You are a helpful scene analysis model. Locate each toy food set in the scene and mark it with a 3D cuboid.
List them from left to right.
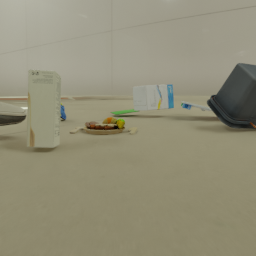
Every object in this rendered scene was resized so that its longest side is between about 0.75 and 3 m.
[{"bbox_3d":[-0.661,-0.083,7.821,1.805,0.362,1.246,1,8,4],"label":"toy food set"}]

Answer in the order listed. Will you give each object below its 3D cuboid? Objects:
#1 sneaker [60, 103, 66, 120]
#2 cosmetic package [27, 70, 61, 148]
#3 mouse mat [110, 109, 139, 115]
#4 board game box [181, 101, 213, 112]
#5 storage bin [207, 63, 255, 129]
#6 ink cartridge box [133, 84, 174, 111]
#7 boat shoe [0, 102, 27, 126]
[{"bbox_3d":[-2.465,-0.636,10.292,0.432,0.514,1.311,19,-9,2],"label":"sneaker"},{"bbox_3d":[-1.654,-0.361,5.573,0.520,1.463,0.769,2,0,-5],"label":"cosmetic package"},{"bbox_3d":[-0.143,-0.709,12.291,1.123,0.042,0.903,-8,12,-18],"label":"mouse mat"},{"bbox_3d":[3.042,-0.723,11.099,1.916,0.248,1.916,15,8,8],"label":"board game box"},{"bbox_3d":[3.669,-0.891,7.956,2.178,1.463,1.585,0,41,-22],"label":"storage bin"},{"bbox_3d":[1.065,-1.287,11.892,1.407,1.027,1.032,-8,7,-31],"label":"ink cartridge box"},{"bbox_3d":[-3.718,-0.228,6.442,2.645,0.754,0.884,5,19,-14],"label":"boat shoe"}]
